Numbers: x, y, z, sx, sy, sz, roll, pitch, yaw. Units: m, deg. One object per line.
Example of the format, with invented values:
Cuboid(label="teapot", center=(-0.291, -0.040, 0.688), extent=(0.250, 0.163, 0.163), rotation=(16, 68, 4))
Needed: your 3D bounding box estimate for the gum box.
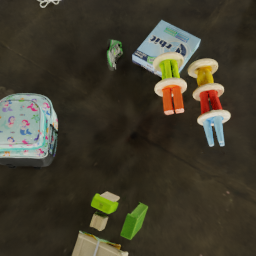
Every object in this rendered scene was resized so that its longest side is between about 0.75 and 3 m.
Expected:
Cuboid(label="gum box", center=(1.407, -2.842, 10.255), extent=(1.699, 0.445, 2.000), rotation=(32, 70, 14))

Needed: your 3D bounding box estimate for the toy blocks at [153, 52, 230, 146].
Cuboid(label="toy blocks", center=(2.009, -0.848, 8.799), extent=(2.363, 1.029, 2.835), rotation=(4, 64, -19))

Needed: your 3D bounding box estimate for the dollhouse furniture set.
Cuboid(label="dollhouse furniture set", center=(-0.521, 2.944, 7.600), extent=(1.375, 1.054, 2.100), rotation=(20, 96, 15))

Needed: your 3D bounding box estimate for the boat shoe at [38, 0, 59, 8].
Cuboid(label="boat shoe", center=(-3.244, -5.387, 11.208), extent=(2.496, 1.064, 0.922), rotation=(23, 70, 41))

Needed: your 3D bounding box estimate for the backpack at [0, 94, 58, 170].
Cuboid(label="backpack", center=(-3.119, -0.030, 8.419), extent=(1.909, 1.619, 2.150), rotation=(1, 60, 0))

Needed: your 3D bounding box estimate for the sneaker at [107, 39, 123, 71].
Cuboid(label="sneaker", center=(-0.483, -2.673, 10.141), extent=(0.576, 0.528, 1.353), rotation=(2, 65, 0))
